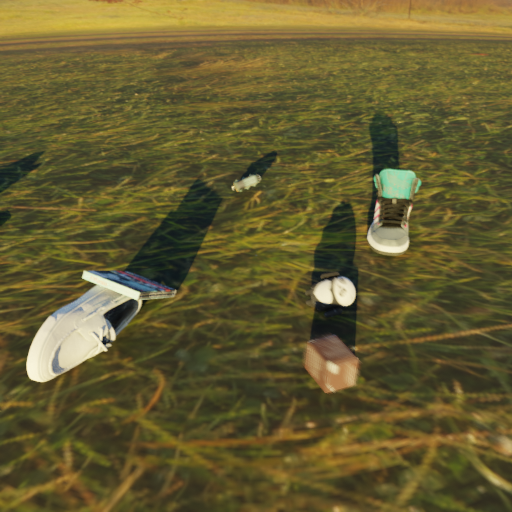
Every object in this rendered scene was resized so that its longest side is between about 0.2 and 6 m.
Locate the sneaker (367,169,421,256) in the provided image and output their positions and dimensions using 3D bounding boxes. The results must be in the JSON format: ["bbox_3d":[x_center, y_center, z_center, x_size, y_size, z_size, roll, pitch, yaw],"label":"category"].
[{"bbox_3d":[3.055,-1.126,12.350,1.035,1.495,2.475,6,29,11],"label":"sneaker"}]

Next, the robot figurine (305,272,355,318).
[{"bbox_3d":[1.307,0.678,9.884,0.876,0.658,0.546,-16,14,32],"label":"robot figurine"}]

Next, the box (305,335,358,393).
[{"bbox_3d":[1.115,1.607,8.395,0.516,0.522,0.629,-9,30,-23],"label":"box"}]

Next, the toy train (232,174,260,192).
[{"bbox_3d":[-0.252,-1.914,14.705,0.781,0.333,0.445,-23,8,-11],"label":"toy train"}]

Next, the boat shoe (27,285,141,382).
[{"bbox_3d":[-2.634,1.210,8.953,0.823,0.865,2.403,8,20,15],"label":"boat shoe"}]

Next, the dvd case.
[{"bbox_3d":[-2.196,0.503,9.897,1.101,0.166,1.509,20,2,14],"label":"dvd case"}]
